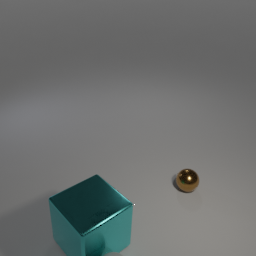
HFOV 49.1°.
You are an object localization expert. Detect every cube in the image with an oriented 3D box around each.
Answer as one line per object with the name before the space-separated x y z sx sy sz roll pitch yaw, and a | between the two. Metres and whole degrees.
cube | -0.870 2.229 6.637 1.400 1.400 1.400 -22 38 -37

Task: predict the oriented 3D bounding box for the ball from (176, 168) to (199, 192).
ball | 1.814 1.584 8.518 0.700 0.700 0.700 0 31 0

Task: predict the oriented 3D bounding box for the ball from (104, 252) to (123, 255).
ball | -0.316 3.009 5.933 0.700 0.700 0.700 0 31 0
